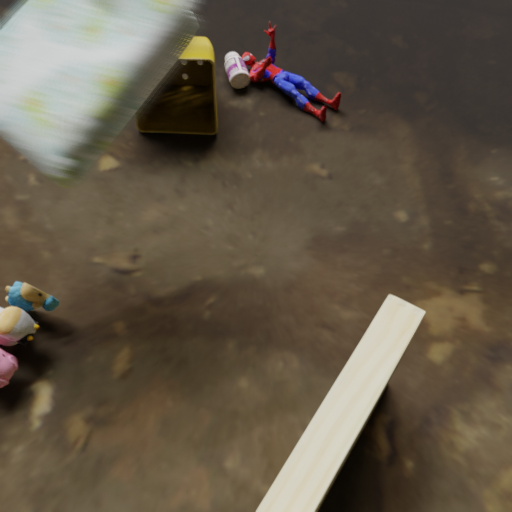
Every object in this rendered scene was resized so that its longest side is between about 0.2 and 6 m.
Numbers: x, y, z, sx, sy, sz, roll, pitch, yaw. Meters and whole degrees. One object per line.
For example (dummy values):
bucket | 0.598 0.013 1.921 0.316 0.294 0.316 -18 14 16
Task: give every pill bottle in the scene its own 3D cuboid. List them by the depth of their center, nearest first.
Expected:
pill bottle | -0.361 -3.338 10.029 0.368 0.368 0.655 -12 58 -8

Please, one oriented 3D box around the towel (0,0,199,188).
towel | -1.906 -2.099 5.907 1.959 0.551 2.288 38 90 29

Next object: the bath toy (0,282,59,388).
bath toy | -3.182 1.269 6.871 0.706 0.831 1.910 27 63 -9

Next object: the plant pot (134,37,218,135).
plant pot | -1.282 -2.940 9.271 1.355 1.355 1.195 2 48 1

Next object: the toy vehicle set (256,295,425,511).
toy vehicle set | 0.677 2.023 5.644 0.401 1.880 3.025 29 61 18

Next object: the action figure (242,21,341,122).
action figure | 0.518 -3.210 9.625 1.999 0.989 0.652 34 63 23
